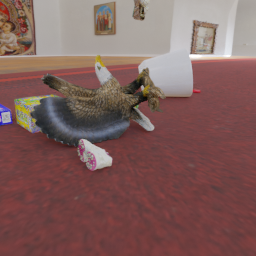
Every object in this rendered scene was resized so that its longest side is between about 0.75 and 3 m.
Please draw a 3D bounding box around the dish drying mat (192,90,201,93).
[{"bbox_3d":[2.774,-1.714,12.924,1.103,0.100,0.424,6,19,16],"label":"dish drying mat"}]

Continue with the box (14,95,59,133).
[{"bbox_3d":[-2.353,-0.441,7.840,1.195,0.729,1.151,-13,22,-38],"label":"box"}]

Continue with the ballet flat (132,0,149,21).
[{"bbox_3d":[0.336,-3.020,6.764,0.366,0.370,1.087,30,-16,9],"label":"ballet flat"}]

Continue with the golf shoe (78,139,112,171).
[{"bbox_3d":[-0.673,0.519,5.515,0.479,0.394,1.047,1,22,-30],"label":"golf shoe"}]

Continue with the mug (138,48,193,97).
[{"bbox_3d":[1.530,-2.007,11.825,2.016,2.456,1.967,-8,50,3],"label":"mug"}]

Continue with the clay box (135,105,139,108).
[{"bbox_3d":[-0.188,-0.810,9.806,1.054,0.251,0.605,4,17,9],"label":"clay box"}]

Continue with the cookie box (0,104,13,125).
[{"bbox_3d":[-4.033,-0.367,8.089,0.997,0.438,1.166,-13,22,-36],"label":"cookie box"}]

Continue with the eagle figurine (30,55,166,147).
[{"bbox_3d":[-0.688,-0.709,6.990,2.860,2.158,2.170,-19,-10,2],"label":"eagle figurine"}]
